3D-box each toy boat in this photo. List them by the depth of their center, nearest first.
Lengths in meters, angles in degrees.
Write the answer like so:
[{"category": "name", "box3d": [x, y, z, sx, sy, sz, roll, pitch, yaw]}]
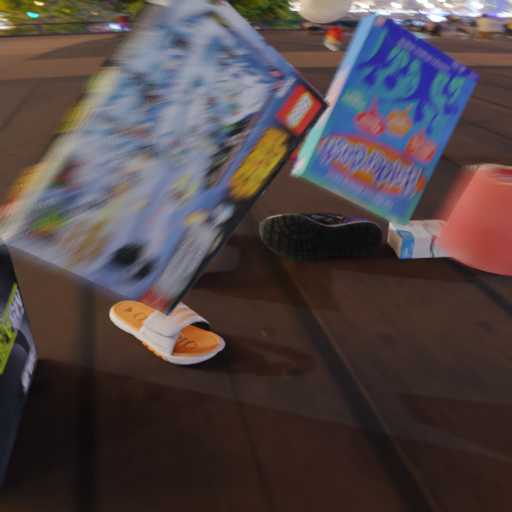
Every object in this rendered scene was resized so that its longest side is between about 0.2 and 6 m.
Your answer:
[{"category": "toy boat", "box3d": [1.307, -4.379, 10.312, 0.960, 1.142, 0.531, -13, -11, -3]}]

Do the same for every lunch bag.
[{"category": "lunch bag", "box3d": [0.033, -2.778, 10.863, 2.495, 2.197, 1.022, -8, 54, 47]}]

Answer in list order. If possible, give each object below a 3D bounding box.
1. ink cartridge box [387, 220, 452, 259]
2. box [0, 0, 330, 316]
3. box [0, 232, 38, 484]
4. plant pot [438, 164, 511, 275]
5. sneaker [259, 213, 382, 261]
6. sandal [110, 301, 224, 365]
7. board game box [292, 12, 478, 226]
[{"category": "ink cartridge box", "box3d": [3.305, -0.340, 11.191, 1.131, 0.473, 0.820, -2, 27, -4]}, {"category": "box", "box3d": [-1.033, -1.171, 6.778, 2.408, 3.518, 0.702, 32, 9, -38]}, {"category": "box", "box3d": [-3.254, 0.999, 6.536, 0.589, 2.393, 2.478, -8, 28, -6]}, {"category": "plant pot", "box3d": [3.244, -0.539, 7.497, 1.290, 1.141, 1.290, 8, 27, -4]}, {"category": "sneaker", "box3d": [1.218, -0.453, 11.201, 2.385, 0.903, 1.044, 5, 18, -7]}, {"category": "sandal", "box3d": [-1.472, 0.971, 8.502, 2.171, 0.622, 0.832, 19, 33, 32]}, {"category": "board game box", "box3d": [1.970, -2.015, 8.574, 1.943, 2.555, 0.575, 23, 5, -17]}]
